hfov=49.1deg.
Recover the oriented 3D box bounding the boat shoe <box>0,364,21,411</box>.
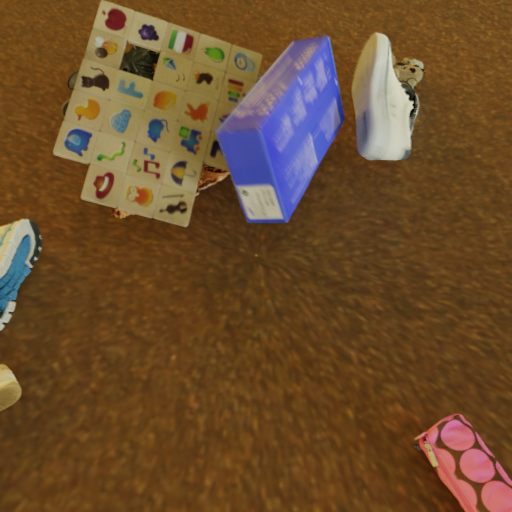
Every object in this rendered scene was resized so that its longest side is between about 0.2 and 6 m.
[{"bbox_3d":[-4.111,1.982,7.518,1.731,0.638,0.599,-18,48,-28],"label":"boat shoe"}]

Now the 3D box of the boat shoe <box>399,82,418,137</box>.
[{"bbox_3d":[3.133,-3.256,11.992,0.749,0.709,2.142,18,48,8],"label":"boat shoe"}]

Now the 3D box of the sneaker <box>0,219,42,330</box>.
[{"bbox_3d":[-4.328,0.403,8.859,1.032,0.892,2.381,-2,44,15],"label":"sneaker"}]

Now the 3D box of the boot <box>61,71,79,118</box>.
[{"bbox_3d":[-3.689,-3.579,12.409,1.501,0.796,2.280,26,43,25],"label":"boot"}]

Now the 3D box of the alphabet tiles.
[{"bbox_3d":[-1.616,-2.355,9.492,2.944,0.133,3.521,15,76,-12],"label":"alphabet tiles"}]

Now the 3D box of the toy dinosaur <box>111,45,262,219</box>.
[{"bbox_3d":[-1.178,-2.462,10.536,3.144,2.366,4.632,31,33,5],"label":"toy dinosaur"}]

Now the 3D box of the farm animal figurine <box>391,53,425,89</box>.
[{"bbox_3d":[3.154,-4.183,12.821,1.445,0.762,1.461,5,48,4],"label":"farm animal figurine"}]

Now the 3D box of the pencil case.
[{"bbox_3d":[2.632,2.766,6.736,0.761,0.737,1.625,8,36,-40],"label":"pencil case"}]

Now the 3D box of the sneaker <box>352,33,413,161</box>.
[{"bbox_3d":[2.503,-3.036,10.931,0.978,1.008,2.762,10,71,-17],"label":"sneaker"}]

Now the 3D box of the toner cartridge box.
[{"bbox_3d":[0.583,-2.261,9.594,0.767,1.687,3.551,2,40,26],"label":"toner cartridge box"}]
